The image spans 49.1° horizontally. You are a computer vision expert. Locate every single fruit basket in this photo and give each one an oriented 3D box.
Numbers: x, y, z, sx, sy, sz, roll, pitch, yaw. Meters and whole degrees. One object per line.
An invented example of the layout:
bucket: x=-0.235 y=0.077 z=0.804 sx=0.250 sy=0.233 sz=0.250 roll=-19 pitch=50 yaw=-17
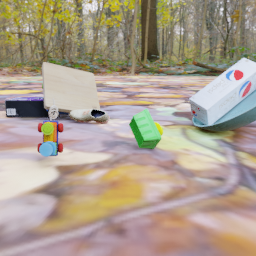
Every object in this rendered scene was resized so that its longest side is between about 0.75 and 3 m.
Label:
fruit basket: x=0.498 y=0.032 z=6.020 sx=0.833 sy=0.833 sz=0.601 roll=-5 pitch=-30 yaw=-21

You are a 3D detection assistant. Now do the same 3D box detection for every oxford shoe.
oxford shoe: x=-1.201 y=-0.442 z=8.543 sx=1.268 sy=0.449 sz=0.468 roll=3 pitch=-26 yaw=8

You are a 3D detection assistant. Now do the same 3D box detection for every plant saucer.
plant saucer: x=3.124 y=-0.732 z=7.628 sx=2.870 sy=0.516 sz=2.870 roll=-35 pitch=11 yaw=8

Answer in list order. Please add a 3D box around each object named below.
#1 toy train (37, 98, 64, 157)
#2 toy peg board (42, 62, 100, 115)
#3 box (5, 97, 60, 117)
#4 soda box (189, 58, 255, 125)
toy train: x=-1.372 y=-0.020 z=4.879 sx=0.448 sy=1.060 sz=0.613 roll=1 pitch=0 yaw=-9
toy peg board: x=-2.072 y=-1.095 z=9.638 sx=1.862 sy=1.854 sz=0.911 roll=7 pitch=-36 yaw=-31
box: x=-3.391 y=-0.774 z=10.099 sx=1.615 sy=0.637 sz=1.140 roll=0 pitch=10 yaw=-1
soda box: x=2.779 y=-1.028 z=7.895 sx=2.164 sy=0.737 sz=0.689 roll=-37 pitch=48 yaw=-12
